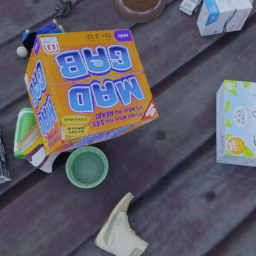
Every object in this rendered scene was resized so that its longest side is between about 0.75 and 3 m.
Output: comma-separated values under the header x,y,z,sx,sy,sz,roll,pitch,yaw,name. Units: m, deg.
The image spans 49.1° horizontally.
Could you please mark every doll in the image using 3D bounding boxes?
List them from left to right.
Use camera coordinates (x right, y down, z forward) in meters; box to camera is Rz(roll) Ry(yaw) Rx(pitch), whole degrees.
x,y,z,sx,sy,sz,roll,pitch,yaw,name
-2.878,-2.854,9.113,1.660,0.402,1.132,-39,74,-14,doll

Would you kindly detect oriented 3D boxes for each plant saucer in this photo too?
x,y,z,sx,sy,sz,roll,pitch,yaw,name
0.430,-4.520,9.730,1.783,0.307,1.783,0,76,0,plant saucer

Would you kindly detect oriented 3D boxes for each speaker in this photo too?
x,y,z,sx,sy,sz,roll,pitch,yaw,name
-2.816,0.150,7.828,0.602,0.602,1.361,-1,69,0,speaker

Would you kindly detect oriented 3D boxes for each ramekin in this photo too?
x,y,z,sx,sy,sz,roll,pitch,yaw,name
-1.057,1.066,7.458,1.093,0.534,1.093,0,73,-1,ramekin

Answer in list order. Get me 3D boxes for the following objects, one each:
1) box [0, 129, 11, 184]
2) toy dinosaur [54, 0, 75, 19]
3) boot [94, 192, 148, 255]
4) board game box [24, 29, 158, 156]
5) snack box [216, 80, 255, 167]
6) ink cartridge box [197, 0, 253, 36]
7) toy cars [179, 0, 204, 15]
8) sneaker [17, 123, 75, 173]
x,y,z,sx,sy,sz,roll,pitch,yaw,name
-4.552,0.898,7.531,2.346,0.584,1.850,-20,70,-8,box
-2.200,-4.114,9.611,0.512,0.386,1.002,29,83,-24,toy dinosaur
0.032,2.488,6.929,1.170,0.548,1.505,30,73,11,boot
-0.956,-0.748,6.415,2.069,2.067,2.068,-15,84,-29,board game box
3.876,-0.060,7.745,2.666,0.902,2.248,5,69,3,snack box
3.269,-3.675,9.104,1.762,1.022,0.598,-11,69,-4,ink cartridge box
2.897,-4.645,9.752,2.369,0.525,1.062,-13,69,-5,toy cars
-1.787,0.018,7.788,1.181,0.982,2.622,50,57,-19,sneaker
